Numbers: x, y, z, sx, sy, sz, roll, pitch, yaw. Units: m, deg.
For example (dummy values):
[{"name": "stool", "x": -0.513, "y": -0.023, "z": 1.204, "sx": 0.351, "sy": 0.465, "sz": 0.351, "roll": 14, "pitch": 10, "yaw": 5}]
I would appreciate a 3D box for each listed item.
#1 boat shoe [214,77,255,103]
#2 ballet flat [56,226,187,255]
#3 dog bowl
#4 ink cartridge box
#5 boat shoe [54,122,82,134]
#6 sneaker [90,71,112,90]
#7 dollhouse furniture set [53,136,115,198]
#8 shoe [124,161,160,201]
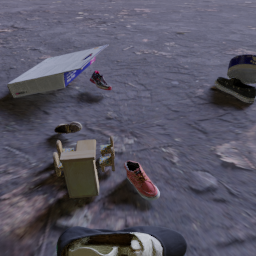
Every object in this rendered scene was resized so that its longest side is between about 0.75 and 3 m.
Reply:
[{"name": "boat shoe", "x": 3.663, "y": -1.427, "z": 9.519, "sx": 0.606, "sy": 0.500, "sz": 1.765, "roll": -13, "pitch": 35, "yaw": -23}, {"name": "ballet flat", "x": -0.112, "y": 1.825, "z": 4.117, "sx": 1.993, "sy": 0.728, "sz": 0.728, "roll": 1, "pitch": 32, "yaw": 5}, {"name": "dog bowl", "x": 4.184, "y": -2.024, "z": 9.761, "sx": 1.331, "sy": 0.524, "sz": 1.331, "roll": 13, "pitch": -10, "yaw": 2}, {"name": "ink cartridge box", "x": -2.257, "y": -2.041, "z": 9.827, "sx": 2.818, "sy": 0.610, "sz": 2.767, "roll": -5, "pitch": 29, "yaw": 20}, {"name": "boat shoe", "x": -1.552, "y": 0.014, "z": 7.239, "sx": 0.808, "sy": 0.290, "sz": 0.240, "roll": -3, "pitch": 20, "yaw": 30}, {"name": "sneaker", "x": -0.917, "y": -1.583, "z": 9.454, "sx": 0.430, "sy": 0.398, "sz": 1.066, "roll": 5, "pitch": 28, "yaw": -50}, {"name": "dollhouse furniture set", "x": -0.929, "y": 0.578, "z": 5.858, "sx": 1.261, "sy": 0.955, "sz": 1.438, "roll": -5, "pitch": 32, "yaw": -2}, {"name": "shoe", "x": 0.248, "y": 1.030, "z": 5.600, "sx": 0.343, "sy": 0.437, "sz": 0.960, "roll": -32, "pitch": 39, "yaw": -18}]
